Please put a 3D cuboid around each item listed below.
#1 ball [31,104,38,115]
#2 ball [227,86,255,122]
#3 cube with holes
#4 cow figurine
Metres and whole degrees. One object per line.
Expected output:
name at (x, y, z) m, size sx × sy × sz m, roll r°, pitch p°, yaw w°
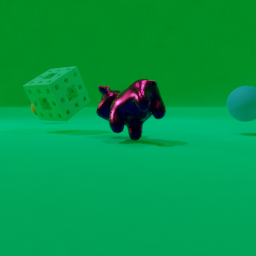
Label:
ball at (-3.457, -0.850, 11.159) m, size 0.756 × 0.756 × 0.756 m, roll 0°, pitch 5°, yaw 0°
ball at (2.891, -0.590, 6.883) m, size 0.873 × 0.873 × 0.873 m, roll 0°, pitch 5°, yaw 0°
cube with holes at (-1.888, -0.924, 7.579) m, size 1.065 × 1.065 × 1.065 m, roll 3°, pitch 36°, yaw 35°
cow figurine at (-0.001, -0.549, 5.866) m, size 0.906 × 1.624 × 1.650 m, roll 24°, pitch -49°, yaw -32°
